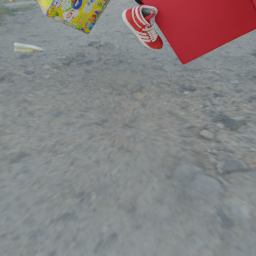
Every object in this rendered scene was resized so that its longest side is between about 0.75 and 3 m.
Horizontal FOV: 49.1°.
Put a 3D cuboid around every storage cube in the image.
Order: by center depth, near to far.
[{"bbox_3d":[2.094,-3.661,7.791,2.682,2.411,2.292,-23,26,37],"label":"storage cube"}]

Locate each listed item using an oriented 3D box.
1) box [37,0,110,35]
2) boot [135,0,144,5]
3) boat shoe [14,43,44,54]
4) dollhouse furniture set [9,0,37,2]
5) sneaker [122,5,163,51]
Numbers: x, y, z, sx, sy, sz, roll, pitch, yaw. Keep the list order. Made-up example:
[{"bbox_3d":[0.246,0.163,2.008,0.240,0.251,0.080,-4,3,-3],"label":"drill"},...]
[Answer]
[{"bbox_3d":[-1.558,-4.037,8.439,1.620,1.682,1.026,10,41,-47],"label":"box"},{"bbox_3d":[0.372,-4.624,9.300,1.164,0.617,1.768,57,24,18],"label":"boot"},{"bbox_3d":[-3.248,-2.579,9.200,0.923,0.286,0.332,6,10,-14],"label":"boat shoe"},{"bbox_3d":[-3.129,-4.714,8.801,1.665,1.046,1.882,40,37,26],"label":"dollhouse furniture set"},{"bbox_3d":[0.622,-2.697,7.604,0.867,1.542,0.549,5,67,53],"label":"sneaker"}]
